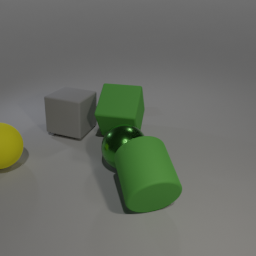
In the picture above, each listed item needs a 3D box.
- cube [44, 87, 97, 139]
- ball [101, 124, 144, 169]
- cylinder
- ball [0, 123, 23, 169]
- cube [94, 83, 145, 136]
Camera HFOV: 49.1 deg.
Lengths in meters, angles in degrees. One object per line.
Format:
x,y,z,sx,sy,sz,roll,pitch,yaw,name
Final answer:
-2.080,-0.610,10.392,1.400,1.400,1.400,11,26,16,cube
-0.106,0.581,8.468,1.400,1.400,1.400,0,29,0,ball
0.469,1.161,7.049,1.400,1.400,1.400,-7,48,-12,cylinder
-3.898,0.535,8.441,1.400,1.400,1.400,0,29,0,ball
-0.238,-0.586,10.010,1.400,1.400,1.400,6,59,11,cube
